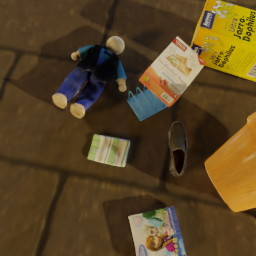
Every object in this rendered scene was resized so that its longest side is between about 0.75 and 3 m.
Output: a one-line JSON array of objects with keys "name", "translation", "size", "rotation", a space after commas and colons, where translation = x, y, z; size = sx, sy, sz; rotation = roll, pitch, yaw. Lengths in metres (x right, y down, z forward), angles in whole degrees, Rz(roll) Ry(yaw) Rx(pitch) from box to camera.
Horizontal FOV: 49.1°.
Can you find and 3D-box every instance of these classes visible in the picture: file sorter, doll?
[{"name": "file sorter", "translation": [0.674, -0.927, 8.391], "size": [1.167, 0.716, 0.810], "rotation": [-28, 70, -11]}, {"name": "doll", "translation": [-0.961, -1.699, 8.688], "size": [2.046, 0.727, 2.999], "rotation": [30, 65, 1]}]

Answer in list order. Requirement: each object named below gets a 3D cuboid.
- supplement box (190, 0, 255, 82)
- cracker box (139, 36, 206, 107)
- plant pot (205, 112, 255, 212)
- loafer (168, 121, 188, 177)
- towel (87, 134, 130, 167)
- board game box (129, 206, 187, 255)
[{"name": "supplement box", "translation": [3.341, -2.645, 8.581], "size": [2.596, 1.422, 1.413], "rotation": [19, 64, 5]}, {"name": "cracker box", "translation": [1.293, -1.623, 7.969], "size": [1.168, 0.503, 1.743], "rotation": [41, 65, -3]}, {"name": "plant pot", "translation": [3.139, 0.921, 6.783], "size": [2.085, 2.278, 2.278], "rotation": [-34, 69, 18]}, {"name": "loafer", "translation": [1.390, 0.560, 7.587], "size": [0.560, 0.556, 1.537], "rotation": [-3, 85, 0]}, {"name": "towel", "translation": [-0.543, 0.630, 8.038], "size": [1.096, 0.168, 0.818], "rotation": [11, 67, 5]}, {"name": "board game box", "translation": [0.725, 2.711, 7.079], "size": [1.206, 0.249, 1.209], "rotation": [-11, 69, -7]}]
